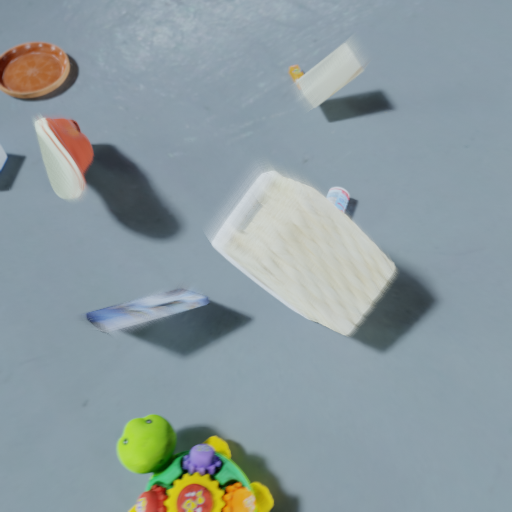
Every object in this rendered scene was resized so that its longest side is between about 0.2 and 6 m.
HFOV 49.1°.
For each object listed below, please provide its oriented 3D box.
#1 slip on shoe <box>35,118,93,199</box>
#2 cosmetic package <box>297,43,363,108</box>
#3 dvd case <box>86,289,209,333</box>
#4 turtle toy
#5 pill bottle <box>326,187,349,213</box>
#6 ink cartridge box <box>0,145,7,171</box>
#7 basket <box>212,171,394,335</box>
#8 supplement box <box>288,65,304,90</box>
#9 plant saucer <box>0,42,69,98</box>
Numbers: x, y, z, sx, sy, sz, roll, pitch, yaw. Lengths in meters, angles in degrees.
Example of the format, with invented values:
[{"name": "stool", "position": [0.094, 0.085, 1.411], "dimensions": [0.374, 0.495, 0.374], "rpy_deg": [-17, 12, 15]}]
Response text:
[{"name": "slip on shoe", "position": [-3.442, -1.903, 10.233], "dimensions": [0.905, 1.095, 2.957], "rpy_deg": [-13, 31, -19]}, {"name": "cosmetic package", "position": [1.521, -3.724, 11.589], "dimensions": [1.255, 0.446, 0.660], "rpy_deg": [-33, 43, 21]}, {"name": "dvd case", "position": [-1.801, 0.865, 9.179], "dimensions": [1.748, 1.247, 0.153], "rpy_deg": [-14, 99, -26]}, {"name": "turtle toy", "position": [-1.006, 3.317, 7.882], "dimensions": [1.799, 1.248, 2.469], "rpy_deg": [-39, 67, -20]}, {"name": "pill bottle", "position": [1.499, -0.919, 10.790], "dimensions": [0.417, 0.417, 0.767], "rpy_deg": [18, 63, 10]}, {"name": "ink cartridge box", "position": [-5.856, -1.890, 11.265], "dimensions": [1.268, 0.544, 0.928], "rpy_deg": [8, 60, 6]}, {"name": "basket", "position": [0.777, -0.001, 8.747], "dimensions": [1.582, 2.333, 1.439], "rpy_deg": [-54, 29, -4]}, {"name": "supplement box", "position": [0.950, -4.052, 12.702], "dimensions": [0.205, 0.212, 0.617], "rpy_deg": [-18, 59, -13]}, {"name": "plant saucer", "position": [-5.104, -4.207, 12.756], "dimensions": [1.686, 0.272, 1.686], "rpy_deg": [0, 60, -1]}]
